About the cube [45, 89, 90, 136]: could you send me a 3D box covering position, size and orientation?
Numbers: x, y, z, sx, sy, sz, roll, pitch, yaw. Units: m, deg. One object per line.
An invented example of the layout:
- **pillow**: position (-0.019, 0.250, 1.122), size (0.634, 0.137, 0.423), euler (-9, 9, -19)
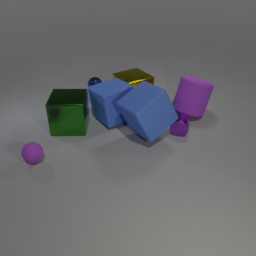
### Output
- **cube**: position (-2.334, -0.642, 11.108), size (1.400, 1.400, 1.400), euler (0, 33, -1)

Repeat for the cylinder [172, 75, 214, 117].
- **cylinder**: position (2.744, -1.364, 11.904), size (1.400, 1.400, 1.400), euler (13, 20, -5)

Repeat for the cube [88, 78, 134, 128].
- **cube**: position (-0.640, -1.081, 11.573), size (1.400, 1.400, 1.400), euler (-24, 34, -25)

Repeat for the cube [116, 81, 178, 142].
- **cube**: position (0.691, -0.627, 10.154), size (1.400, 1.400, 1.400), euler (-40, 37, -12)

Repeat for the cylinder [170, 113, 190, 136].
- **cylinder**: position (2.051, -0.139, 10.980), size (0.700, 0.700, 0.700), euler (9, 33, 13)

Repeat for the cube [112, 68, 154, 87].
- **cube**: position (0.230, -1.785, 12.887), size (1.400, 1.400, 1.400), euler (-19, 37, -27)

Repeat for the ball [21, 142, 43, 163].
- **ball**: position (-3.209, 0.816, 9.390), size (0.700, 0.700, 0.700), euler (0, 33, 0)

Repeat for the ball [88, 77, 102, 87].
- **ball**: position (-1.519, -2.015, 12.973), size (0.700, 0.700, 0.700), euler (0, 33, 0)
